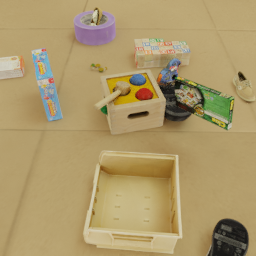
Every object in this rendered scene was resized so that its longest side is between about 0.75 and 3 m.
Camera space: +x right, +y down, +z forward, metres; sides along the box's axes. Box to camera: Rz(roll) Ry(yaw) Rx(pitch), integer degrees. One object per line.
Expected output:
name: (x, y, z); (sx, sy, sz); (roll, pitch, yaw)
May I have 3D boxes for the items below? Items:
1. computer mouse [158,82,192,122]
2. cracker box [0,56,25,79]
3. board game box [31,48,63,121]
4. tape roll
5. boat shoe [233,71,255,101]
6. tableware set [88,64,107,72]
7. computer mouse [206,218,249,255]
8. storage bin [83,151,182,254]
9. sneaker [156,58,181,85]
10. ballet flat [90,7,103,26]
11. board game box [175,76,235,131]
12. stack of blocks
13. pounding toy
computer mouse: (1.781, -0.930, 10.723); (1.747, 0.665, 2.523); (-3, 35, -2)
cracker box: (-5.476, -2.662, 12.424); (1.626, 0.469, 1.089); (-8, 47, -9)
board game box: (-2.997, -1.595, 10.383); (0.545, 1.950, 1.910); (-14, 47, -13)
tape roll: (-1.719, -5.250, 14.620); (2.130, 0.905, 2.130); (0, 46, 0)
boat shoe: (4.774, -1.732, 11.492); (0.580, 0.522, 1.608); (-3, 46, -3)
tableware set: (-1.357, -2.740, 12.760); (0.828, 0.127, 0.558); (10, 44, 11)
computer mouse: (1.961, 3.257, 6.764); (1.651, 0.541, 2.352); (11, 52, 17)
storage bin: (0.145, 1.914, 7.582); (2.360, 1.114, 2.377); (4, 47, 3)
sneaker: (1.889, -2.383, 12.145); (0.696, 0.669, 1.775); (35, 54, 7)
ballet flat: (-1.752, -5.433, 14.461); (0.564, 0.518, 1.644); (12, 88, 17)
board game box: (2.148, -0.753, 8.143); (0.231, 1.031, 1.967); (-29, 42, -27)
stack of blocks: (1.546, -3.540, 13.097); (2.421, 0.709, 1.394); (-3, 46, -3)
pounding toy: (-0.092, -1.001, 9.935); (2.469, 1.755, 2.273); (-10, 46, -10)
